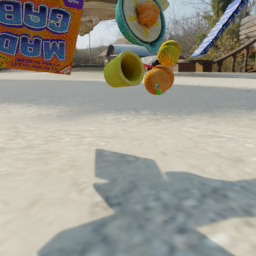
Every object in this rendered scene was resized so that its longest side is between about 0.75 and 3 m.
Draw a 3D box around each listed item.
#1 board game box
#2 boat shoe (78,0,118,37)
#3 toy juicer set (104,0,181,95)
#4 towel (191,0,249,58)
[{"bbox_3d":[-1.722,-2.012,5.069,1.444,1.443,1.442,3,40,-23],"label":"board game box"},{"bbox_3d":[-1.311,-2.965,7.398,2.923,0.949,1.054,-11,38,-23],"label":"boat shoe"},{"bbox_3d":[0.367,-1.498,4.029,1.364,2.144,0.583,12,-14,-39],"label":"toy juicer set"},{"bbox_3d":[3.069,-3.431,9.570,0.279,2.336,1.692,37,7,-6],"label":"towel"}]
